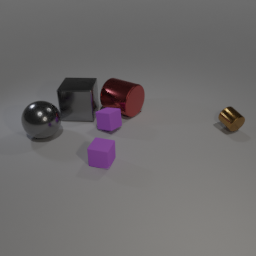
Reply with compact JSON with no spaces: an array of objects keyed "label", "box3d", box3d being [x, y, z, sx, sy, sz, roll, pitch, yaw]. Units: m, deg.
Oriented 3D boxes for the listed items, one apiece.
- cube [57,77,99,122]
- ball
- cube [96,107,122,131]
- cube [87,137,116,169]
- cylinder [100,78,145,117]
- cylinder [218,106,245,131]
[{"label":"cube","box3d":[-2.050,-1.214,11.759,1.400,1.400,1.400,1,31,3]},{"label":"ball","box3d":[-3.158,-0.301,10.239,1.400,1.400,1.400,0,31,0]},{"label":"cube","box3d":[-0.734,-0.352,10.818,0.700,0.700,0.700,8,23,35]},{"label":"cube","box3d":[-0.843,0.813,9.056,0.700,0.700,0.700,8,32,14]},{"label":"cylinder","box3d":[-0.230,-1.316,11.932,1.400,1.400,1.400,20,36,31]},{"label":"cylinder","box3d":[3.926,-0.346,10.625,0.700,0.700,0.700,-13,45,-21]}]
